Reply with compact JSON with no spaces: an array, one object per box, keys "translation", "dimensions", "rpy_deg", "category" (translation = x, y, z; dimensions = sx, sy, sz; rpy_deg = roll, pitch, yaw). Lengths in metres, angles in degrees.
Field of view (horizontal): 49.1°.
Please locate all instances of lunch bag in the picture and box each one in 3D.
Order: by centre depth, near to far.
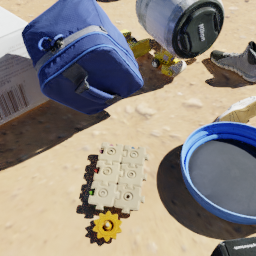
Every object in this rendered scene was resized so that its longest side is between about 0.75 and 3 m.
[{"translation":[-0.956,-1.538,6.640],"dimensions":[1.963,2.889,1.911],"rpy_deg":[-31,71,15],"category":"lunch bag"}]

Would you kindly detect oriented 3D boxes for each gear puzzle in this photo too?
[{"translation":[-0.213,1.320,6.042],"dimensions":[1.182,0.299,2.282],"rpy_deg":[7,50,4],"category":"gear puzzle"}]

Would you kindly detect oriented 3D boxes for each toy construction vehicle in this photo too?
[{"translation":[1.166,-2.970,9.579],"dimensions":[2.347,0.949,2.696],"rpy_deg":[-32,55,-27],"category":"toy construction vehicle"}]

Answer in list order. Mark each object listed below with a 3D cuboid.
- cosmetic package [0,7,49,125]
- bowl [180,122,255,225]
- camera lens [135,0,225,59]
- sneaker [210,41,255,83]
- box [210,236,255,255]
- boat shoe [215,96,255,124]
[{"translation":[-4.039,-1.742,7.460],"dimensions":[2.358,2.343,2.817],"rpy_deg":[-36,55,-29],"category":"cosmetic package"},{"translation":[2.432,0.924,6.227],"dimensions":[2.552,0.501,2.552],"rpy_deg":[0,47,0],"category":"bowl"},{"translation":[1.512,-3.365,8.421],"dimensions":[1.915,1.915,2.394],"rpy_deg":[-19,48,-17],"category":"camera lens"},{"translation":[3.553,-2.346,8.880],"dimensions":[0.725,1.116,1.932],"rpy_deg":[-35,56,-28],"category":"sneaker"},{"translation":[2.843,2.761,4.014],"dimensions":[2.760,1.188,2.260],"rpy_deg":[-5,48,-5],"category":"box"},{"translation":[2.934,-0.398,7.513],"dimensions":[1.570,0.556,0.544],"rpy_deg":[-25,25,-12],"category":"boat shoe"}]
